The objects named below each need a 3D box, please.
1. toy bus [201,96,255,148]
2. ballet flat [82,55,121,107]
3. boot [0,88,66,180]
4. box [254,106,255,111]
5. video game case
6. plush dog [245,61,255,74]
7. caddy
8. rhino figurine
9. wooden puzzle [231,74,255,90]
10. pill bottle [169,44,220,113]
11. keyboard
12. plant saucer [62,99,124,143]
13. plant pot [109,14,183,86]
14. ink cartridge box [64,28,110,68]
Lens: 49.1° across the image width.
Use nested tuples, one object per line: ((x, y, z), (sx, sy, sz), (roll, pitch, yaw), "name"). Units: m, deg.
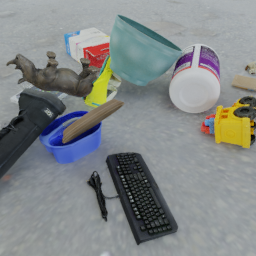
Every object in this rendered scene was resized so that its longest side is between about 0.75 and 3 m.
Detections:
((3.026, -0.226, 8.408), (1.540, 1.089, 1.604), (2, 34, 28), "toy bus")
((-0.776, -1.672, 10.310), (0.966, 0.963, 2.882), (24, 43, -4), "ballet flat")
((-3.247, 0.281, 7.493), (2.432, 0.968, 2.950), (5, 54, 56), "boot")
((4.632, -0.640, 9.445), (0.684, 0.211, 0.857), (23, 44, 28), "box")
((-3.115, -1.217, 10.166), (1.506, 0.193, 1.656), (19, 43, 22), "video game case")
((5.263, -2.585, 11.651), (0.762, 0.611, 0.655), (-13, 17, -15), "plush dog")
((-1.573, 0.147, 7.883), (1.804, 0.947, 1.275), (-28, 48, -31), "caddy")
((-2.327, -1.629, 8.582), (2.776, 1.214, 0.830), (10, 38, -7), "rhino figurine")
((4.576, -1.742, 10.847), (0.976, 0.197, 1.055), (18, 38, 21), "wooden puzzle")
((2.412, -1.902, 9.893), (1.606, 1.606, 2.856), (9, 40, 11), "pill bottle")
((-0.051, 1.544, 6.707), (1.657, 0.269, 2.608), (-12, 40, -14), "keyboard")
((-0.900, -0.209, 7.011), (1.814, 1.814, 0.267), (-35, 92, -35), "plant saucer")
((0.379, -2.554, 9.788), (2.540, 1.702, 2.540), (24, 25, -12), "plant pot")
((-1.469, -3.442, 12.318), (1.621, 0.939, 2.791), (-23, 44, -25), "ink cartridge box")
